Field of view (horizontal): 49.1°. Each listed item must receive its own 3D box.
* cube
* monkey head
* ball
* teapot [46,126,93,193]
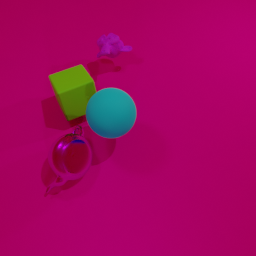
[{"bbox_3d":[-1.607,-1.069,8.441,1.071,1.071,1.071,-23,46,-14],"label":"cube"},{"bbox_3d":[-0.575,-2.526,9.068,1.312,0.791,0.944,-5,58,22],"label":"monkey head"},{"bbox_3d":[-0.440,-0.389,7.364,1.320,1.320,1.320,0,64,0],"label":"ball"},{"bbox_3d":[-1.670,0.841,7.692,0.999,1.268,2.040,-2,61,45],"label":"teapot"}]
